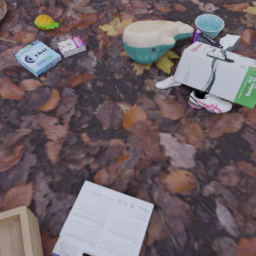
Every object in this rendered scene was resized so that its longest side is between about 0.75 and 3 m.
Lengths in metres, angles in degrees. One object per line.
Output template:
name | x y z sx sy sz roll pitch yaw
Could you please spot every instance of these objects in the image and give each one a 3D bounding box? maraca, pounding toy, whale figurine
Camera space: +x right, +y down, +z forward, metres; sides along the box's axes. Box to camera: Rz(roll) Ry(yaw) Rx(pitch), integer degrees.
maraca | -3.809 -4.896 13.101 1.231 0.659 0.844 30 53 22
pounding toy | -3.790 2.980 7.461 2.602 1.355 2.962 -16 58 -10
whale figurine | 1.256 -3.661 11.828 2.977 1.544 2.368 -19 38 -20

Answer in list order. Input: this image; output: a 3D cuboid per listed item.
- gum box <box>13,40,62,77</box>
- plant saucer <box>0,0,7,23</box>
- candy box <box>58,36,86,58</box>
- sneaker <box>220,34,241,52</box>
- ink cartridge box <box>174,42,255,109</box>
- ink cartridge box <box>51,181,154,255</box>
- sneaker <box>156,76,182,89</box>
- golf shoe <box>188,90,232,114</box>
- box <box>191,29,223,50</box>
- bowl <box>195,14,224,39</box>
gum box | -3.884 -3.029 12.056 1.563 0.348 1.328 37 64 22
plant saucer | -7.162 -5.468 13.631 2.596 0.447 2.596 -1 56 1
candy box | -2.495 -3.624 12.468 1.059 0.323 0.722 -23 59 -15
sneaker | 4.284 -3.587 12.344 0.696 0.611 1.737 30 54 25
ink cartridge box | 3.482 -2.081 10.445 2.961 1.230 2.170 23 32 15
ink cartridge box | -0.661 2.916 8.039 2.276 0.463 2.281 18 58 11
sneaker | 1.620 -1.889 11.208 1.059 0.448 0.386 -11 48 -1
golf shoe | 3.100 -0.988 10.475 1.626 0.749 0.590 12 57 6
box | 3.300 -3.379 11.881 0.263 1.042 1.458 -32 63 -20
bowl | 3.680 -4.570 12.889 1.285 0.672 1.285 0 57 -1
